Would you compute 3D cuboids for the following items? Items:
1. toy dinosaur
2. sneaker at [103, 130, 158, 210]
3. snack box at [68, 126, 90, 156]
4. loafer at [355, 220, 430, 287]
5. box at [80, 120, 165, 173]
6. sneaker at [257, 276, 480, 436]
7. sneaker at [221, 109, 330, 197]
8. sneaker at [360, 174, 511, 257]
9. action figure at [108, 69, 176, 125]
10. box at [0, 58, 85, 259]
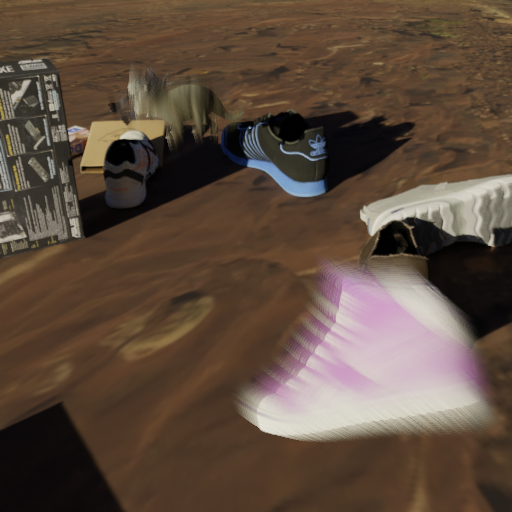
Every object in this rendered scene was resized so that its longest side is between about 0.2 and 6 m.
[{"bbox_3d":[-0.944,-2.095,7.861,1.576,0.806,0.607,-8,1,-5],"label":"toy dinosaur"},{"bbox_3d":[-2.356,-1.877,10.563,0.885,0.960,2.400,-4,37,-3],"label":"sneaker"},{"bbox_3d":[-4.511,-2.253,12.052,0.899,0.304,2.502,17,35,26],"label":"snack box"},{"bbox_3d":[1.603,0.471,6.740,1.075,1.050,2.945,2,31,4],"label":"loafer"},{"bbox_3d":[-2.810,-2.369,12.020,1.633,0.212,1.997,-1,40,-5],"label":"box"},{"bbox_3d":[0.768,0.842,4.846,2.111,1.203,0.765,-25,-17,37],"label":"sneaker"},{"bbox_3d":[0.340,-2.377,11.276,1.178,1.309,3.359,-20,36,-28],"label":"sneaker"},{"bbox_3d":[3.123,-0.831,8.843,3.079,1.151,1.263,-9,32,-13],"label":"sneaker"},{"bbox_3d":[-1.663,-2.331,8.301,1.008,0.599,0.514,-29,27,19],"label":"action figure"},{"bbox_3d":[-3.764,-1.261,8.004,2.168,2.750,0.684,-16,40,-24],"label":"box"}]
